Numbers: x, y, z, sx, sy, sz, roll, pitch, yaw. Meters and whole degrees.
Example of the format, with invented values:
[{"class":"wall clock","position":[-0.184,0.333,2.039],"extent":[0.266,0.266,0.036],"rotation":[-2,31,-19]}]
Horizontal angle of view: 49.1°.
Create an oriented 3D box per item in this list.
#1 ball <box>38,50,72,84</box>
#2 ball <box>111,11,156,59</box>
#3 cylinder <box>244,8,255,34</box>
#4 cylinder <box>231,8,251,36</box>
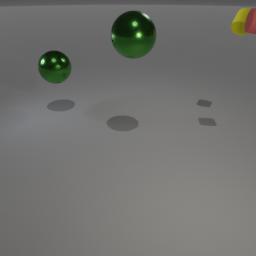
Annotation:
[{"class":"ball","position":[-3.128,-2.603,11.994],"extent":[1.400,1.400,1.400],"rotation":[0,27,0]},{"class":"ball","position":[0.168,-2.834,8.564],"extent":[1.400,1.400,1.400],"rotation":[0,27,0]},{"class":"cylinder","position":[3.936,-3.146,8.309],"extent":[0.700,0.700,0.700],"rotation":[9,28,2]},{"class":"cylinder","position":[4.307,-3.961,10.462],"extent":[0.700,0.700,0.700],"rotation":[20,71,34]}]
